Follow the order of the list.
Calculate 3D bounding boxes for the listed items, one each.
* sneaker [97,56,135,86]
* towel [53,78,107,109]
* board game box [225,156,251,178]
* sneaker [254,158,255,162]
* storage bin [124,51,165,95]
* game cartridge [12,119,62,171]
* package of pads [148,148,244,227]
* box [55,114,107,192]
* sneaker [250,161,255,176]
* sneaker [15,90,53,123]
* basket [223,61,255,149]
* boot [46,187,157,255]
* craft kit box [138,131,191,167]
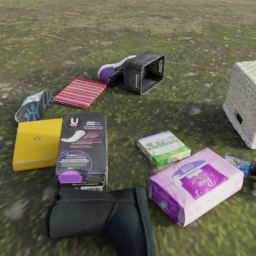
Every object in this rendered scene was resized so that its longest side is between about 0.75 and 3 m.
[{"bbox_3d":[-0.150,-3.012,15.412,2.918,1.105,1.278,-28,55,-28],"label":"sneaker"},{"bbox_3d":[-2.306,-1.755,13.948,1.824,0.284,2.523,13,37,15],"label":"towel"},{"bbox_3d":[3.619,1.277,9.372,0.823,0.185,0.626,16,40,23],"label":"board game box"},{"bbox_3d":[4.844,1.202,9.373,1.141,0.414,0.651,26,36,20],"label":"sneaker"},{"bbox_3d":[0.875,-2.891,14.454,1.082,1.561,2.309,21,40,29],"label":"storage bin"},{"bbox_3d":[-2.627,0.483,10.415,2.911,0.472,2.566,-5,34,-12],"label":"game cartridge"},{"bbox_3d":[1.983,1.637,8.140,2.516,0.952,1.516,-21,39,-29],"label":"package of pads"},{"bbox_3d":[-1.364,0.786,8.697,1.437,1.247,2.351,0,48,-5],"label":"box"},{"bbox_3d":[4.554,1.660,8.374,0.994,0.719,2.035,-34,54,-17],"label":"sneaker"},{"bbox_3d":[-4.191,-0.851,12.205,0.919,0.904,2.387,-7,27,21],"label":"sneaker"},{"bbox_3d":[5.671,-1.028,10.737,2.919,2.348,2.893,-4,38,-3],"label":"basket"},{"bbox_3d":[-0.685,2.514,6.637,2.475,1.125,2.946,-2,30,-5],"label":"boot"},{"bbox_3d":[1.280,0.714,10.156,1.408,0.342,1.391,-15,34,-22],"label":"craft kit box"}]
